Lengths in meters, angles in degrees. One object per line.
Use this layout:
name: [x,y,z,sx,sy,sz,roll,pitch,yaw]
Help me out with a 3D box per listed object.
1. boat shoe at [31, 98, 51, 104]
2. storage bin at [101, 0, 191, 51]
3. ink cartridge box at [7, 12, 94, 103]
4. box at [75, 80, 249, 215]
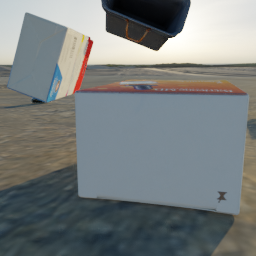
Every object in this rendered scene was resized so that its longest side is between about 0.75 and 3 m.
boat shoe: [-3.926,-1.285,12.950,1.065,0.384,0.378,-15,25,-16]
storage bin: [0.418,-3.631,9.411,2.688,1.956,1.805,19,-14,-5]
ink cartridge box: [-1.328,-1.293,5.345,0.721,1.246,2.145,20,13,0]
box: [0.637,-0.007,4.585,2.079,1.452,2.730,3,13,13]
